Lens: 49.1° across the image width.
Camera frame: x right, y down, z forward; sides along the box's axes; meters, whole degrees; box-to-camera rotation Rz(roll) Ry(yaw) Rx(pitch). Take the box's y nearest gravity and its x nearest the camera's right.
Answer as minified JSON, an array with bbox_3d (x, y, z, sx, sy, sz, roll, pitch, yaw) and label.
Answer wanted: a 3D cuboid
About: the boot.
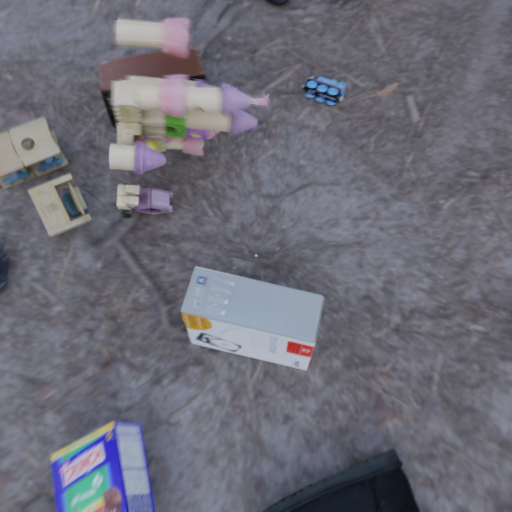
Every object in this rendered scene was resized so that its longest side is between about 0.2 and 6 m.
[{"bbox_3d":[1.530,4.540,8.422,2.821,1.077,2.370,-17,60,-16],"label":"boot"}]

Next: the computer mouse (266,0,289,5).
[{"bbox_3d":[0.210,-7.294,14.878,0.667,0.387,2.275,-33,62,0],"label":"computer mouse"}]

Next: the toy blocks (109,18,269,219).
[{"bbox_3d":[-1.267,-2.403,10.650,2.609,2.896,3.099,3,83,-8],"label":"toy blocks"}]

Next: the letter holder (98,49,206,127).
[{"bbox_3d":[-2.348,-4.082,12.778,2.260,1.137,1.606,-11,62,-5],"label":"letter holder"}]

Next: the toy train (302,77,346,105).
[{"bbox_3d":[1.593,-3.893,13.088,0.993,0.430,0.567,23,56,13],"label":"toy train"}]

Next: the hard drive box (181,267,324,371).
[{"bbox_3d":[-0.050,1.134,9.789,2.235,1.742,0.858,12,64,7],"label":"hard drive box"}]

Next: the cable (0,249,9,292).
[{"bbox_3d":[-5.694,0.415,10.897,1.825,0.464,1.489,-36,61,-12],"label":"cable"}]

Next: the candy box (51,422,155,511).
[{"bbox_3d":[-2.377,3.648,8.672,1.446,0.659,1.711,-32,55,20],"label":"candy box"}]

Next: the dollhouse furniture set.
[{"bbox_3d":[-4.504,-1.405,11.485,1.515,1.523,2.162,-25,95,-11],"label":"dollhouse furniture set"}]
